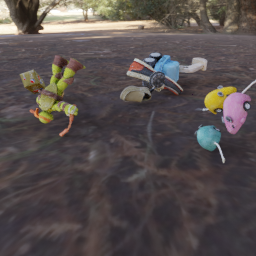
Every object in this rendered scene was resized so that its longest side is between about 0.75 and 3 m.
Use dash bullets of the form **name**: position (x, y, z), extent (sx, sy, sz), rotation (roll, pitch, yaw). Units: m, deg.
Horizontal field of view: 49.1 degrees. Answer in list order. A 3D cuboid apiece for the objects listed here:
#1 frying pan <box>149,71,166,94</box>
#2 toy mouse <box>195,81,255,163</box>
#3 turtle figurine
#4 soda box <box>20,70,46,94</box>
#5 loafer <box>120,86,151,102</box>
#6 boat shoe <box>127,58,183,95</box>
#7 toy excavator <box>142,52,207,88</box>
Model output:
- **frying pan**: position (1.026, -1.766, 11.278), extent (1.185, 0.717, 0.193), rotation (-42, 32, 3)
- **toy mouse**: position (2.187, -0.182, 6.764), extent (0.466, 2.409, 2.141), rotation (22, 61, -11)
- **turtle figurine**: position (-2.319, -1.082, 8.651), extent (0.902, 2.259, 2.802), rotation (24, -4, -40)
- **soda box**: position (-3.492, -1.681, 10.416), extent (0.536, 0.506, 1.581), rotation (-21, 0, -7)
- **loafer**: position (0.353, -1.267, 10.693), extent (1.479, 0.559, 0.505), rotation (-14, 47, -39)
- **boat shoe**: position (1.168, -2.023, 11.987), extent (2.501, 0.782, 0.890), rotation (29, 2, -9)
- **toy excavator**: position (2.265, -2.803, 13.481), extent (2.645, 1.321, 2.572), rotation (14, 36, 19)
